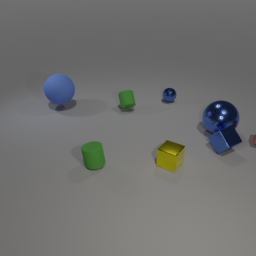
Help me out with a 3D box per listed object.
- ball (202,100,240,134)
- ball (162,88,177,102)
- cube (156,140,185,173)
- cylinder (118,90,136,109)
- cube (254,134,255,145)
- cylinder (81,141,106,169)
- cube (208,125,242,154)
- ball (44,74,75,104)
[{"bbox_3d":[3.638,-0.389,11.014,1.400,1.400,1.400,0,29,0],"label":"ball"},{"bbox_3d":[2.055,-1.642,13.867,0.700,0.700,0.700,0,29,0],"label":"ball"},{"bbox_3d":[1.430,0.935,9.396,0.700,0.700,0.700,18,34,29],"label":"cube"},{"bbox_3d":[-0.045,-1.325,13.025,0.700,0.700,0.700,-12,-10,-2],"label":"cylinder"},{"bbox_3d":[5.119,0.286,10.341,0.700,0.700,0.700,19,22,20],"label":"cube"},{"bbox_3d":[-1.149,0.902,9.330,0.700,0.700,0.700,-8,25,4],"label":"cylinder"},{"bbox_3d":[3.466,0.415,10.003,0.700,0.700,0.700,-19,75,-26],"label":"cube"},{"bbox_3d":[-3.166,-1.793,12.965,1.400,1.400,1.400,0,29,0],"label":"ball"}]
